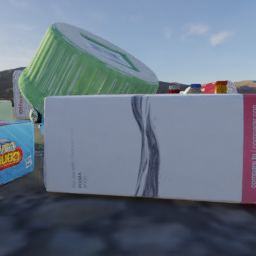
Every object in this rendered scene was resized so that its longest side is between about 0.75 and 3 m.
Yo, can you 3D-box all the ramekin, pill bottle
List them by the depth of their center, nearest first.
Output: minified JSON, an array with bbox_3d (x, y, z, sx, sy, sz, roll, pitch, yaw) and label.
[{"bbox_3d":[-0.637,-0.945,5.415,2.534,1.238,2.534,26,21,-11],"label":"ramekin"},{"bbox_3d":[3.797,-1.388,13.908,1.589,1.589,2.813,-5,0,-42],"label":"pill bottle"}]

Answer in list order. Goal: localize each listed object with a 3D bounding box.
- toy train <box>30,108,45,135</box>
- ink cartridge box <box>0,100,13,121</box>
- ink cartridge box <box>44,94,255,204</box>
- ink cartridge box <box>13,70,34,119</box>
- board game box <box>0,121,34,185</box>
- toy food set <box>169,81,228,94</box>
[{"bbox_3d":[-1.055,-0.273,6.492,2.253,0.977,1.287,-4,15,-45],"label":"toy train"},{"bbox_3d":[-3.087,-0.088,4.857,1.377,0.802,1.905,0,5,4],"label":"ink cartridge box"},{"bbox_3d":[0.401,0.092,2.745,2.006,0.830,1.470,1,5,11],"label":"ink cartridge box"},{"bbox_3d":[-3.434,-1.481,12.519,2.934,2.149,1.260,1,5,11],"label":"ink cartridge box"},{"bbox_3d":[-2.210,0.267,2.303,2.040,0.570,1.998,1,5,13],"label":"board game box"},{"bbox_3d":[1.875,-0.730,8.789,1.409,1.328,2.951,0,5,-14],"label":"toy food set"}]
